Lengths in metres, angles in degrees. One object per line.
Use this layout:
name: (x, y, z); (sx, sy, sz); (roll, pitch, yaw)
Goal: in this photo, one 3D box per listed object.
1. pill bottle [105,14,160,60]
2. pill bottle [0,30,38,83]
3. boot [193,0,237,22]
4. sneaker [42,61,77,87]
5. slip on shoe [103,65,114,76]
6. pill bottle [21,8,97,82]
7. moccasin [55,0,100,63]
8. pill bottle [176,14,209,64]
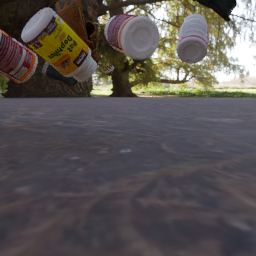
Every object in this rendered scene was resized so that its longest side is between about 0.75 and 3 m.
pill bottle: (0.042, -3.667, 11.007); (1.504, 1.504, 2.634); (-3, 25, -22)
pill bottle: (-2.889, -1.710, 6.259); (0.856, 0.856, 1.563); (5, -16, 35)
boot: (1.867, -2.817, 5.477); (0.923, 1.335, 0.517); (32, -5, -9)
sneaker: (-2.296, -3.181, 11.682); (1.479, 2.785, 1.041); (27, 12, -4)
slip on shoe: (-0.630, -1.909, 9.453); (0.379, 0.302, 0.998); (-23, 20, -1)
pill bottle: (-1.889, -2.289, 8.116); (1.161, 1.161, 2.126); (8, -25, 45)
moccasin: (-1.555, -3.476, 10.221); (1.142, 1.082, 2.957); (-19, -34, 4)
pill bottle: (2.251, -3.120, 9.643); (1.003, 1.003, 1.770); (2, 50, 16)
